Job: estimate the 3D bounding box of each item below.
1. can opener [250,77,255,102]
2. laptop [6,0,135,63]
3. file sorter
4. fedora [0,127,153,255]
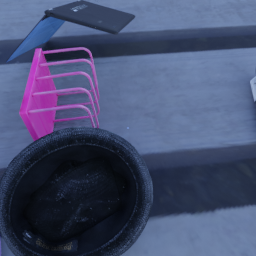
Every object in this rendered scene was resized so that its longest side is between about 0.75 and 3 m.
[{"bbox_3d":[3.621,-0.721,7.305,0.682,0.861,2.590,-26,39,35],"label":"can opener"},{"bbox_3d":[-1.563,-2.715,8.324,2.913,1.688,2.727,17,32,3],"label":"laptop"},{"bbox_3d":[-1.446,-0.683,6.707,1.406,1.558,2.242,-6,49,1],"label":"file sorter"},{"bbox_3d":[-0.902,1.220,5.062,2.607,1.190,2.607,1,83,-6],"label":"fedora"}]
